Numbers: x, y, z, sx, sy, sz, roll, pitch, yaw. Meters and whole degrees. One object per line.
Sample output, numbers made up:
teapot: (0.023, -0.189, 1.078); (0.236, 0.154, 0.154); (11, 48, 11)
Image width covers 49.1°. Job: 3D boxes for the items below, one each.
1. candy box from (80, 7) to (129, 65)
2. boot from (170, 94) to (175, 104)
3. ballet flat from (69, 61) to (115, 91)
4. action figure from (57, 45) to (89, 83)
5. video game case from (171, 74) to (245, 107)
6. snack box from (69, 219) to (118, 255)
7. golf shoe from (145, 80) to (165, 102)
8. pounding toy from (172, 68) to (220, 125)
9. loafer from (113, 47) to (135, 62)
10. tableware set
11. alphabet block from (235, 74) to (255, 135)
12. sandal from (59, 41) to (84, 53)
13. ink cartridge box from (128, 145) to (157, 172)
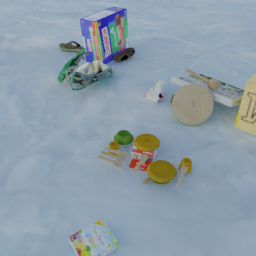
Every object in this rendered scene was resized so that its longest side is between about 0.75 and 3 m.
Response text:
candy box: (-1.095, -4.693, 14.298); (1.032, 2.265, 2.678); (20, 43, 29)
boot: (2.441, -1.261, 11.429); (1.335, 0.429, 1.244); (11, 37, 20)
ballet flat: (-1.473, -2.430, 12.150); (1.034, 1.034, 2.786); (19, 33, 23)
action figure: (-2.585, -2.788, 12.825); (0.590, 1.274, 2.156); (40, 55, -11)
video game case: (3.491, -1.625, 11.423); (2.679, 0.295, 2.442); (30, 30, 33)
snack box: (-0.796, 2.627, 6.444); (0.893, 0.302, 0.753); (-21, 42, -27)
golf shoe: (1.267, -1.517, 11.722); (0.666, 0.548, 1.456); (31, 48, 13)
pounding toy: (2.426, -1.062, 10.468); (1.476, 1.913, 0.888); (21, 3, 3)
loafer: (-0.107, -3.742, 14.597); (1.416, 0.517, 0.503); (-34, 58, -28)
tableware set: (0.589, 0.889, 8.590); (2.743, 0.421, 1.848); (16, 41, 19)
alphabet block: (5.120, -0.792, 9.532); (1.979, 1.944, 1.933); (27, 44, 31)
sandal: (-2.955, -4.553, 15.547); (1.822, 0.520, 0.723); (12, 39, 15)
ink cartridge box: (0.498, 0.779, 8.807); (0.700, 0.323, 1.284); (11, 38, 13)
